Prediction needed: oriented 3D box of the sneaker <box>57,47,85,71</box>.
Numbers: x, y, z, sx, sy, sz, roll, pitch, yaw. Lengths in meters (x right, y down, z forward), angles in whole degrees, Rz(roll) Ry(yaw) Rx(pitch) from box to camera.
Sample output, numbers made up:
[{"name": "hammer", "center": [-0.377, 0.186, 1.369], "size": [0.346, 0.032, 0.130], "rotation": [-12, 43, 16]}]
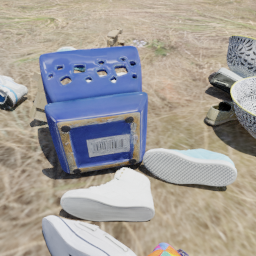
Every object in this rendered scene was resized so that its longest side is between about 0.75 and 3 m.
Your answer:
[{"name": "sneaker", "center": [-2.593, -3.166, 12.892], "size": [2.179, 0.805, 0.893], "rotation": [19, 37, 24]}]

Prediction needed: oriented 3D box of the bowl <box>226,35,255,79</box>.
[{"name": "bowl", "center": [4.959, -2.341, 11.006], "size": [2.867, 1.345, 2.867], "rotation": [27, 11, -5]}]

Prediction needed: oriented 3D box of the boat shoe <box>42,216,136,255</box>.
[{"name": "boat shoe", "center": [-0.820, 2.306, 5.441], "size": [0.824, 0.927, 2.521], "rotation": [-12, 18, -41]}]

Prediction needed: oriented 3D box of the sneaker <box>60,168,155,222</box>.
[{"name": "sneaker", "center": [-0.467, 1.554, 6.820], "size": [2.149, 0.792, 1.242], "rotation": [8, 35, -6]}]

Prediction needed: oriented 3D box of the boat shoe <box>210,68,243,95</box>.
[{"name": "boat shoe", "center": [4.298, -1.317, 10.555], "size": [2.534, 0.896, 0.807], "rotation": [37, 83, 28]}]

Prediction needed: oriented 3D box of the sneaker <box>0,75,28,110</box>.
[{"name": "sneaker", "center": [-5.162, -1.625, 10.834], "size": [2.944, 1.103, 1.276], "rotation": [24, 37, 16]}]

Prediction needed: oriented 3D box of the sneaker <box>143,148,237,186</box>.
[{"name": "sneaker", "center": [1.639, 0.963, 7.609], "size": [2.409, 0.890, 0.987], "rotation": [12, 20, 11]}]

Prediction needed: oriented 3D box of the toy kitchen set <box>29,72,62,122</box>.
[{"name": "toy kitchen set", "center": [-2.782, -1.033, 9.879], "size": [1.181, 1.447, 1.306], "rotation": [17, 7, -39]}]

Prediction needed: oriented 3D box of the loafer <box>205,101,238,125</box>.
[{"name": "loafer", "center": [3.491, -0.632, 9.717], "size": [1.833, 0.626, 0.693], "rotation": [-22, 43, -26]}]

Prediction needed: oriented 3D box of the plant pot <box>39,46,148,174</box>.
[{"name": "plant pot", "center": [-0.826, -0.390, 7.759], "size": [2.785, 2.785, 2.504], "rotation": [-8, 45, -8]}]

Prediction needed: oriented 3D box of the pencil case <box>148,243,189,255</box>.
[{"name": "pencil case", "center": [0.213, 2.947, 4.836], "size": [2.163, 0.956, 0.956], "rotation": [-29, 46, -31]}]

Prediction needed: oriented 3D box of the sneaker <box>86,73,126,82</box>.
[{"name": "sneaker", "center": [-0.917, -1.165, 10.077], "size": [2.823, 1.040, 1.631], "rotation": [-17, 41, -15]}]

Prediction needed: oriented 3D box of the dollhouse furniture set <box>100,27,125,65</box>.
[{"name": "dollhouse furniture set", "center": [-1.014, -4.075, 13.682], "size": [1.123, 1.314, 2.536], "rotation": [11, 39, 11]}]

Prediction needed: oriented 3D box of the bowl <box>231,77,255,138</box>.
[{"name": "bowl", "center": [4.581, -0.392, 8.816], "size": [2.852, 1.339, 2.852], "rotation": [-1, 37, 0]}]
